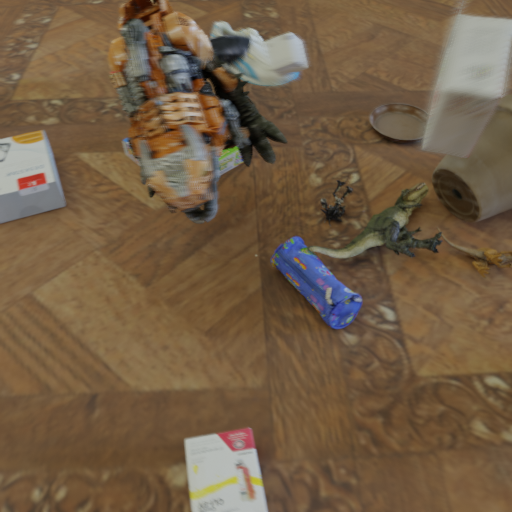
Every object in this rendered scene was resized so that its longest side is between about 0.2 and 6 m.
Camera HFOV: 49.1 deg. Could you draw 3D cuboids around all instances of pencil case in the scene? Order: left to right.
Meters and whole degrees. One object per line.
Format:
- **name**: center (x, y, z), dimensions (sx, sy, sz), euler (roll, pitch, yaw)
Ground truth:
- **pencil case**: center (1.063, 0.459, 10.184), dimensions (0.766, 0.852, 1.963), euler (-48, 55, 8)

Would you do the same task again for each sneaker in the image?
- **sneaker**: center (-0.094, -4.289, 11.963), dimensions (2.175, 0.878, 0.832), euler (27, 44, 19)

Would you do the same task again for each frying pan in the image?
- **frying pan**: center (-1.044, -3.522, 10.294), dimensions (1.471, 0.396, 2.431), euler (-18, 7, -36)

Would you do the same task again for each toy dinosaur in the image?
- **toy dinosaur**: center (-1.165, -2.722, 8.971), dimensions (2.591, 3.442, 5.072), euler (-1, 67, 18)
- **toy dinosaur**: center (2.660, -0.441, 10.937), dimensions (3.377, 0.801, 1.488), euler (-29, 41, -35)
- **toy dinosaur**: center (4.388, 0.001, 10.946), dimensions (1.759, 0.531, 0.934), euler (14, 23, 7)

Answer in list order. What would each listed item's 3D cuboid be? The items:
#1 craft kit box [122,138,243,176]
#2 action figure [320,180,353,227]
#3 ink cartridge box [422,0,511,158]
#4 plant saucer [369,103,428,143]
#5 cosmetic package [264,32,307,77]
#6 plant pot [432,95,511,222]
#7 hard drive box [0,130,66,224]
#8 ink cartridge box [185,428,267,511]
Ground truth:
- **craft kit box**: center (-1.608, -2.516, 13.168), dimensions (2.185, 0.530, 2.158), euler (-34, 53, -27)
- **action figure**: center (1.674, -1.083, 11.844), dimensions (0.565, 0.485, 0.951), euler (28, 90, -10)
- **ink cartridge box**: center (3.399, -2.848, 9.062), dimensions (0.838, 1.999, 1.755), euler (13, 77, 10)
- **plant saucer**: center (3.621, -3.292, 14.028), dimensions (1.586, 0.254, 1.586), euler (-1, 47, 1)
- **cosmetic package**: center (0.456, -3.059, 8.550), dimensions (0.449, 0.450, 0.545), euler (-13, 1, 23)
- **plant pot**: center (4.862, -1.776, 11.545), dimensions (2.013, 2.319, 2.319), euler (-36, 55, -9)
- **hard drive box**: center (-5.184, -1.750, 12.255), dimensions (1.558, 0.768, 1.999), euler (-18, 50, -15)
- **ink cartridge box**: center (-0.419, 3.227, 7.802), dimensions (0.999, 0.574, 1.376), euler (-8, 48, -7)
